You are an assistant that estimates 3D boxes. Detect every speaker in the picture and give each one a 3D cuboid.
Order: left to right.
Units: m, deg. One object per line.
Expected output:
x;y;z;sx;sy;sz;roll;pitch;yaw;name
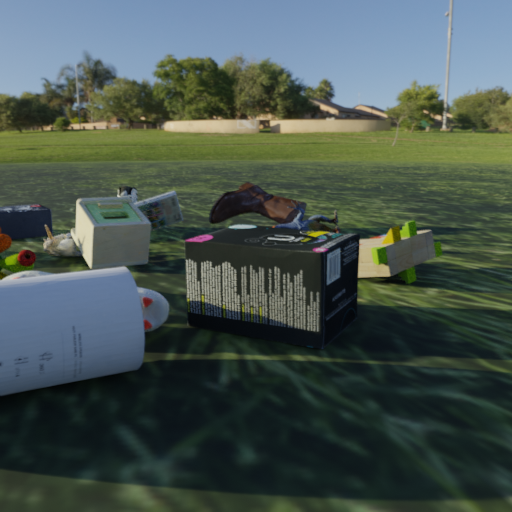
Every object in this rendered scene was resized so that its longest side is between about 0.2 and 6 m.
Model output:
-2.264;0.716;4.781;2.508;1.019;1.019;-7;14;-27;speaker

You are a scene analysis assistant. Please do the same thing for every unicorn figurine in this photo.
-3.497;-0.218;10.417;1.064;0.572;1.549;-8;-2;-33;unicorn figurine

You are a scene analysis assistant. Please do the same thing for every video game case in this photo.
-2.037;-0.879;11.518;0.953;0.124;1.047;-18;-26;-8;video game case

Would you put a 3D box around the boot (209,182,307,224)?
0.071;-1.004;13.106;1.856;0.596;1.730;27;54;29;boot

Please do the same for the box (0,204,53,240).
-5.292;-0.769;12.535;1.187;0.618;1.081;-9;16;-33;box

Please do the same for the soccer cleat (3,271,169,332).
-1.909;0.548;6.275;1.861;0.645;0.722;8;2;-3;soccer cleat

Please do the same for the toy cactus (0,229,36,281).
-4.327;0.163;7.858;2.375;1.214;1.959;-7;-5;-19;toy cactus

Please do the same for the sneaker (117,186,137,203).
-3.172;-1.062;12.860;0.690;1.052;1.829;1;12;4;sneaker

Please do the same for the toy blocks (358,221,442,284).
1.963;-0.031;8.985;1.800;0.899;1.230;-16;8;-42;toy blocks

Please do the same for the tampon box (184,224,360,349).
0.213;0.277;6.626;1.713;1.081;1.284;6;14;26;tampon box

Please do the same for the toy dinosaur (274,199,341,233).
1.061;-0.502;12.091;1.444;0.836;1.592;-8;-25;12;toy dinosaur

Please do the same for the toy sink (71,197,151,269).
-2.614;-0.519;9.932;1.006;0.865;1.543;-5;28;-29;toy sink
